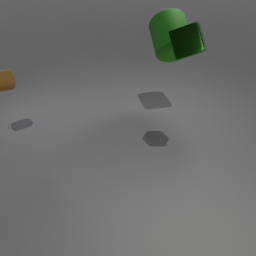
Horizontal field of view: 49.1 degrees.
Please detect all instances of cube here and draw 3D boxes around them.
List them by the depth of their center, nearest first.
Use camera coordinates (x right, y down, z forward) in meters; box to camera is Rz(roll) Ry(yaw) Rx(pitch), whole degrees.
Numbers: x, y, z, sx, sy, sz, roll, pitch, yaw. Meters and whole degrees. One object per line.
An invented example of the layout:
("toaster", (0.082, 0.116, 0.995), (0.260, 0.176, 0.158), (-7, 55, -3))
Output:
("cube", (1.456, -2.094, 6.776), (0.700, 0.700, 0.700), (-13, 12, 23))

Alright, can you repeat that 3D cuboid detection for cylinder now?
("cylinder", (-4.292, -1.592, 9.447), (0.700, 0.700, 0.700), (-18, 36, -42))
("cylinder", (1.589, -3.411, 10.430), (1.400, 1.400, 1.400), (-7, 71, -11))
